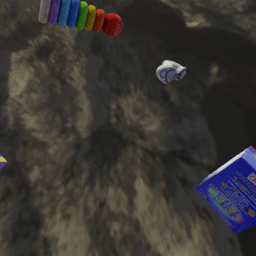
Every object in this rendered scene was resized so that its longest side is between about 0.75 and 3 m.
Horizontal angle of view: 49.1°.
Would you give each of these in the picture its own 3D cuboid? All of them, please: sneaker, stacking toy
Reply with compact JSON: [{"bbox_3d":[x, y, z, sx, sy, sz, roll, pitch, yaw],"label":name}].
[{"bbox_3d":[0.636,-0.940,4.600,0.397,0.796,0.298,39,119,23],"label":"sneaker"},{"bbox_3d":[-0.621,-1.575,3.906,1.149,0.491,0.491,9,68,-20],"label":"stacking toy"}]

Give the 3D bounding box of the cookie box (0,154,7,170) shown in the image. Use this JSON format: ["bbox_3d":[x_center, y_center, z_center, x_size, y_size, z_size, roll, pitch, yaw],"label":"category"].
[{"bbox_3d":[-2.977,0.099,4.113,0.685,1.559,1.822,-46,78,3],"label":"cookie box"}]

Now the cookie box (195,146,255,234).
[{"bbox_3d":[1.819,0.999,4.421,0.982,1.148,0.431,48,46,11],"label":"cookie box"}]
